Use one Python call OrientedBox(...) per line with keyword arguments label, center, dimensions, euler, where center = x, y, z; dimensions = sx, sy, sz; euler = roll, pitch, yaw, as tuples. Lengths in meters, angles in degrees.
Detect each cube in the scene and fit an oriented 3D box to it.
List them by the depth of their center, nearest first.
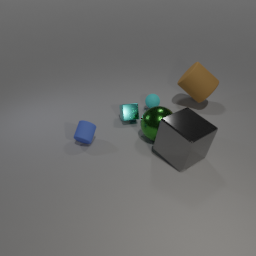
OrientedBox(label="cube", center=(1.939, 0.368, 9.653), dimensions=(1.400, 1.400, 1.400), euler=(-23, 49, -34))
OrientedBox(label="cube", center=(0.049, -0.701, 12.273), dimensions=(0.700, 0.700, 0.700), euler=(-7, 4, -12))

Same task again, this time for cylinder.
OrientedBox(label="cylinder", center=(-1.641, 0.163, 10.704), dimensions=(0.700, 0.700, 0.700), euler=(10, 71, 18))
OrientedBox(label="cylinder", center=(3.312, -2.156, 13.264), dimensions=(1.400, 1.400, 1.400), euler=(41, 34, -5))

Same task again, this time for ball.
OrientedBox(label="ball", center=(1.185, -0.156, 10.877), dimensions=(1.400, 1.400, 1.400), euler=(0, 30, 0))
OrientedBox(label="ball", center=(1.162, -1.267, 13.240), dimensions=(0.700, 0.700, 0.700), euler=(0, 30, 0))
